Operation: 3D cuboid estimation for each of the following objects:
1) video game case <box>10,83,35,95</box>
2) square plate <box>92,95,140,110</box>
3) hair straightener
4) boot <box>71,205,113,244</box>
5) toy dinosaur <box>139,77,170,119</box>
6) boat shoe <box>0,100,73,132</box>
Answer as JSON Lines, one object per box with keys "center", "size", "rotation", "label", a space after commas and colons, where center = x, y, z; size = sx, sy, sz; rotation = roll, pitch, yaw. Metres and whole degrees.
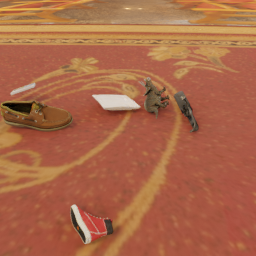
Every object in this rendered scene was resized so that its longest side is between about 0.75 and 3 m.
{"center": [-3.824, -1.431, 10.247], "size": [0.839, 0.093, 0.764], "rotation": [-21, 20, -7], "label": "video game case"}
{"center": [-0.444, -0.900, 9.966], "size": [1.367, 0.194, 1.354], "rotation": [-3, 25, -24], "label": "square plate"}
{"center": [1.840, -0.628, 9.186], "size": [0.457, 0.860, 2.234], "rotation": [-24, 33, 16], "label": "hair straightener"}
{"center": [-0.710, 1.830, 5.591], "size": [0.691, 0.347, 0.958], "rotation": [-9, 30, -31], "label": "boot"}
{"center": [0.932, -0.935, 9.876], "size": [0.943, 0.709, 1.843], "rotation": [-11, 58, 22], "label": "toy dinosaur"}
{"center": [-2.815, -0.417, 8.625], "size": [2.162, 0.735, 0.778], "rotation": [0, 50, -6], "label": "boat shoe"}
